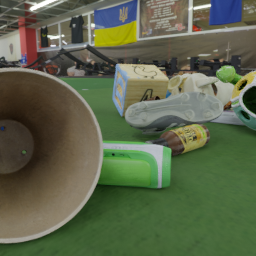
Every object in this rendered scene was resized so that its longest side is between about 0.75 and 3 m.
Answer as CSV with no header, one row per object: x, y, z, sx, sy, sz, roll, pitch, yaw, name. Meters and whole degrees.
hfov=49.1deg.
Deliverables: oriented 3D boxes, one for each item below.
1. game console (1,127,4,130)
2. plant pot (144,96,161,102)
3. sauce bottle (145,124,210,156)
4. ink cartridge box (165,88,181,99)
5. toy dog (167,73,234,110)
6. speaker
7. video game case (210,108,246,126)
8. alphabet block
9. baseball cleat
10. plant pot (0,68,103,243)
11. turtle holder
-4.714,-0.456,7.745,2.441,1.692,2.860,-41,-8,29,game console
0.692,-0.581,10.466,1.095,1.024,1.024,-12,7,25,plant pot
1.237,0.343,6.955,2.020,0.654,0.654,-14,19,-41,sauce bottle
2.114,-1.485,13.139,1.848,1.341,0.774,-11,17,-39,ink cartridge box
3.210,-1.496,11.416,2.515,1.755,2.439,1,-29,-27,toy dog
-0.152,0.670,5.167,1.855,0.820,0.820,2,13,9,speaker
4.847,-0.448,11.016,2.845,0.314,2.590,7,15,31,video game case
0.459,-1.590,11.792,1.782,1.750,1.741,-3,34,-18,alphabet block
1.322,-0.391,8.202,2.724,0.950,1.450,-1,-19,14,baseball cleat
-1.824,0.343,4.473,2.152,2.152,2.298,-7,3,-28,plant pot
4.106,-1.074,8.744,1.899,2.499,1.775,-24,-11,34,turtle holder
